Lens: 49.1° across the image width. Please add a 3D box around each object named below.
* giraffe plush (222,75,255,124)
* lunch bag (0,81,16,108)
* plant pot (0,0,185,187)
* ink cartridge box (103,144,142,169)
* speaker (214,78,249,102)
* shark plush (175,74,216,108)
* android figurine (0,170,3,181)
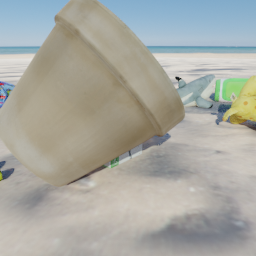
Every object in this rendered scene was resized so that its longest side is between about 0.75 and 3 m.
[{"bbox_3d":[3.823,-0.480,7.937,1.537,1.636,1.896,35,25,29],"label":"giraffe plush"},{"bbox_3d":[-4.733,-1.439,11.751,1.683,1.051,2.235,12,12,41],"label":"lunch bag"},{"bbox_3d":[-0.826,-0.373,5.015,2.445,2.817,2.817,-44,25,-2],"label":"plant pot"},{"bbox_3d":[-0.283,0.440,6.291,0.780,0.442,1.064,16,24,40],"label":"ink cartridge box"},{"bbox_3d":[4.898,-1.555,11.781,2.354,1.041,1.041,5,18,15],"label":"speaker"},{"bbox_3d":[2.067,-1.523,11.309,2.961,1.233,1.345,0,17,0],"label":"shark plush"},{"bbox_3d":[-3.168,0.944,4.902,1.650,0.339,1.502,-12,21,-39],"label":"android figurine"}]
